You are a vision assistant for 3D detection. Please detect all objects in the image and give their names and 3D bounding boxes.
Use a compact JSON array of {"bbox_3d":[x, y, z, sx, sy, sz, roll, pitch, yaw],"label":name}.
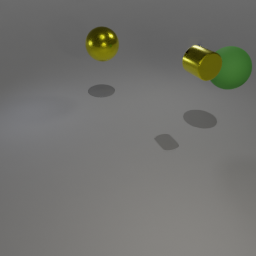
[{"bbox_3d":[-1.065,-3.466,11.595,1.400,1.400,1.400,0,33,0],"label":"ball"},{"bbox_3d":[3.332,-1.973,9.240,1.400,1.400,1.400,0,33,0],"label":"ball"},{"bbox_3d":[1.815,-1.601,6.894,0.700,0.700,0.700,-13,33,-19],"label":"cylinder"}]
